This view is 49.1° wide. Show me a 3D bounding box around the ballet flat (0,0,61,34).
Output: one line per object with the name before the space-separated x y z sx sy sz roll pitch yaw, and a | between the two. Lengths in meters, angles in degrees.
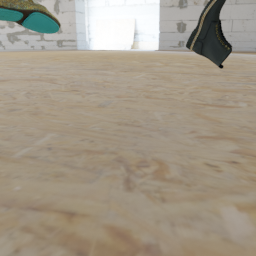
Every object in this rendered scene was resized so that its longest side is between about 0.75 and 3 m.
ballet flat | -2.484 -2.769 6.501 0.777 0.777 2.199 13 13 33

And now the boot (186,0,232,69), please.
boot | 3.114 -3.276 9.440 1.556 2.250 0.871 40 55 15
